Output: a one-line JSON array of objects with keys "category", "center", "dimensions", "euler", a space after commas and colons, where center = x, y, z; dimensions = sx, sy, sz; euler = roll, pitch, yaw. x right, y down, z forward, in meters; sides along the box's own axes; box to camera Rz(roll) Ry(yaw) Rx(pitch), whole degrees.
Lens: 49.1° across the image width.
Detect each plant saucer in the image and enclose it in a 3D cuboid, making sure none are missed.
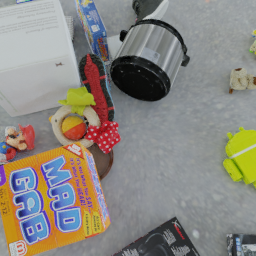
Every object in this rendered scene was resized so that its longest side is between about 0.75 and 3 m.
[{"category": "plant saucer", "center": [-1.382, 0.991, 9.402], "dimensions": [1.865, 0.321, 1.865], "euler": [0, 79, 1]}]

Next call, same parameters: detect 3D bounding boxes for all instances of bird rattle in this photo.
[{"category": "bird rattle", "center": [-1.437, -0.110, 9.089], "dimensions": [1.955, 1.351, 2.397], "euler": [-28, 106, 14]}]

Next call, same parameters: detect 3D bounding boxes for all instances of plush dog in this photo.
[{"category": "plush dog", "center": [4.353, -1.700, 10.347], "dimensions": [1.059, 1.233, 0.989], "euler": [8, 101, 13]}]

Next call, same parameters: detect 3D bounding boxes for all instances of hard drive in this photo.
[{"category": "hard drive", "center": [-0.391, -3.253, 11.359], "dimensions": [0.750, 0.149, 1.137], "euler": [-18, 70, -7]}]

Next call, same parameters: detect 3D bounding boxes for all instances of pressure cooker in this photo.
[{"category": "pressure cooker", "center": [0.812, -2.480, 9.839], "dimensions": [2.280, 2.244, 2.552], "euler": [-2, 57, 44]}]

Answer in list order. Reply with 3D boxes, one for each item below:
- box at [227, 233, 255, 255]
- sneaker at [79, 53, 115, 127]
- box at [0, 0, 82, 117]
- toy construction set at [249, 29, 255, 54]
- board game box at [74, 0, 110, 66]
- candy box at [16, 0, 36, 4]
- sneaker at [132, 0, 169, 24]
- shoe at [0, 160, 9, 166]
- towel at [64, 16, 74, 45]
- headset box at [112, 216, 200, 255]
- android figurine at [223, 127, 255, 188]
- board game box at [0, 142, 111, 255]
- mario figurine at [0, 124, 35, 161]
[{"category": "box", "center": [3.886, 4.303, 8.028], "dimensions": [1.827, 0.577, 2.317], "euler": [4, 67, 1]}, {"category": "sneaker", "center": [-0.916, -1.156, 9.970], "dimensions": [1.120, 1.349, 2.823], "euler": [-4, 94, 13]}, {"category": "box", "center": [-3.214, -2.252, 9.496], "dimensions": [2.851, 2.837, 2.442], "euler": [-15, 69, -6]}, {"category": "toy construction set", "center": [5.676, -3.178, 11.002], "dimensions": [1.904, 0.877, 1.249], "euler": [21, 69, 20]}, {"category": "board game box", "center": [-1.462, -4.088, 10.692], "dimensions": [0.514, 2.020, 2.985], "euler": [-19, 70, -7]}, {"category": "candy box", "center": [-4.345, -5.872, 12.235], "dimensions": [1.097, 0.500, 1.298], "euler": [-17, 68, -5]}, {"category": "sneaker", "center": [0.521, -4.641, 11.574], "dimensions": [1.260, 0.899, 2.542], "euler": [31, 66, 14]}, {"category": "shoe", "center": [-4.640, 2.011, 8.585], "dimensions": [2.833, 1.289, 1.012], "euler": [-35, 72, -13]}, {"category": "towel", "center": [-3.010, -3.826, 11.275], "dimensions": [1.729, 0.740, 1.432], "euler": [-3, 60, -7]}, {"category": "headset box", "center": [0.690, 4.127, 7.854], "dimensions": [2.764, 1.037, 2.055], "euler": [-29, 71, -11]}, {"category": "android figurine", "center": [4.208, 0.985, 9.463], "dimensions": [2.018, 0.455, 2.217], "euler": [-26, 71, -10]}, {"category": "board game box", "center": [-1.950, 1.987, 7.849], "dimensions": [2.300, 2.302, 2.300], "euler": [-17, 77, -4]}, {"category": "mario figurine", "center": [-4.120, 0.542, 9.290], "dimensions": [2.154, 1.142, 1.330], "euler": [-39, 72, -13]}]
